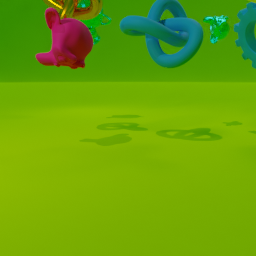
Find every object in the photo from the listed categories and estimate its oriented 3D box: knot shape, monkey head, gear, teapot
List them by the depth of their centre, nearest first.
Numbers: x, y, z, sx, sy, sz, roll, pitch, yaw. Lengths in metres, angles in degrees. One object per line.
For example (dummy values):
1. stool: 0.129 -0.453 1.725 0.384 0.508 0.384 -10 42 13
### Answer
1. monkey head: -1.363 -1.796 5.984 1.180 0.989 1.641 1 -8 21
2. gear: 3.022 -2.058 6.263 0.283 1.529 1.529 -26 17 -12
3. knot shape: 0.916 -2.166 6.456 1.932 0.893 1.808 -20 58 -23
4. knot shape: -1.606 -3.234 7.256 2.004 1.875 0.926 41 34 27
5. monkey head: 2.548 -2.901 8.128 0.779 0.652 1.083 19 48 22
6. teapot: -1.306 -3.926 9.362 1.629 1.013 0.798 27 -39 -12
7. monkey head: -1.476 -3.190 9.962 1.257 0.757 0.904 -48 17 -30

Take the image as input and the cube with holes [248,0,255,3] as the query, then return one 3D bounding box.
1. cube with holes: 2.671 -2.536 4.389 0.987 0.987 0.987 24 1 9
